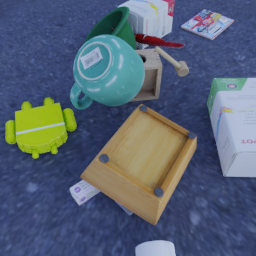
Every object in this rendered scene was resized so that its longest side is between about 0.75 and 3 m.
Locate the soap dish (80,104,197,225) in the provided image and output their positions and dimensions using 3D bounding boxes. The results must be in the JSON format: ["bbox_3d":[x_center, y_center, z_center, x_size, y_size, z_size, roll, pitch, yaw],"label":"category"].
[{"bbox_3d":[0.414,0.695,6.776,2.000,1.033,2.543,31,52,9],"label":"soap dish"}]

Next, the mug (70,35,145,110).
[{"bbox_3d":[-0.661,-1.440,7.729,1.799,1.354,2.189,19,89,26],"label":"mug"}]

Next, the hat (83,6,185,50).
[{"bbox_3d":[-0.002,-2.916,10.644,2.773,2.441,2.297,9,67,53],"label":"hat"}]

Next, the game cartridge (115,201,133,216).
[{"bbox_3d":[0.169,1.665,6.763,0.837,0.161,0.542,-36,62,-27],"label":"game cartridge"}]

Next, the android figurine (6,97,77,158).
[{"bbox_3d":[-2.488,-0.040,8.030,1.981,0.447,2.176,-14,48,-13],"label":"android figurine"}]

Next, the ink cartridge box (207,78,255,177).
[{"bbox_3d":[3.411,-0.082,7.592,1.970,1.186,2.711,0,47,1],"label":"ink cartridge box"}]

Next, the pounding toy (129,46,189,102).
[{"bbox_3d":[0.684,-1.907,8.673,2.201,1.934,1.007,-6,49,-5],"label":"pounding toy"}]

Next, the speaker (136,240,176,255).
[{"bbox_3d":[0.595,3.129,5.033,0.812,0.812,2.000,-3,49,-3],"label":"speaker"}]

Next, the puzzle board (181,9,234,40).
[{"bbox_3d":[3.485,-4.569,12.187,1.532,0.177,2.034,32,56,25],"label":"puzzle board"}]

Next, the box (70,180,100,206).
[{"bbox_3d":[-0.543,1.203,7.008,1.872,0.362,0.388,-30,55,-24],"label":"box"}]

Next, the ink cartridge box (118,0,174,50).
[{"bbox_3d":[0.695,-4.307,11.139,1.374,1.380,1.899,34,56,27],"label":"ink cartridge box"}]
